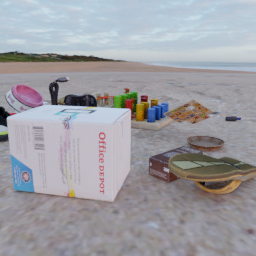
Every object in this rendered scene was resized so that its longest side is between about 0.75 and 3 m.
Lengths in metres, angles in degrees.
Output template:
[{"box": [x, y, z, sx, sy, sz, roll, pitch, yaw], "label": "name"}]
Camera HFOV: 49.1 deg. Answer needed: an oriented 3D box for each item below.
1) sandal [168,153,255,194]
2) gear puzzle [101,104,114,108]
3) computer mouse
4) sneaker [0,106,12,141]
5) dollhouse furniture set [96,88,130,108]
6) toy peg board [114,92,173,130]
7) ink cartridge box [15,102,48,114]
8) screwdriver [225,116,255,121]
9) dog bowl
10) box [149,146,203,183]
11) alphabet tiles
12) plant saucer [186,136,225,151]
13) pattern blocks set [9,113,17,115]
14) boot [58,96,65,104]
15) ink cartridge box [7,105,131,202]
[{"box": [1.842, 0.989, 5.770, 2.453, 0.662, 0.985, 7, 13, -38], "label": "sandal"}, {"box": [-1.372, -0.565, 12.018, 1.686, 0.221, 0.873, -7, 38, 36], "label": "gear puzzle"}, {"box": [-2.574, -1.436, 12.838, 0.591, 1.803, 2.567, 3, 13, 44], "label": "computer mouse"}, {"box": [-4.231, -0.294, 9.794, 0.865, 0.999, 2.413, -5, 15, -10], "label": "sneaker"}, {"box": [-0.770, -1.732, 15.649, 1.766, 0.920, 1.786, -7, 16, -27], "label": "dollhouse furniture set"}, {"box": [0.589, -0.823, 11.669, 2.304, 1.132, 2.314, 7, 16, 26], "label": "toy peg board"}, {"box": [-4.572, -0.943, 13.288, 1.299, 0.568, 0.944, 7, 17, 30], "label": "ink cartridge box"}, {"box": [4.901, -0.399, 11.816, 1.546, 0.216, 0.225, -1, -14, 7], "label": "screwdriver"}, {"box": [-3.643, -1.049, 10.057, 1.326, 0.489, 1.326, 33, 25, -17], "label": "dog bowl"}, {"box": [1.145, 0.821, 6.597, 1.265, 0.474, 0.634, -10, 17, -40], "label": "box"}, {"box": [2.120, -0.471, 9.524, 1.215, 0.055, 1.454, -27, -35, 38], "label": "alphabet tiles"}, {"box": [2.332, 0.474, 8.466, 1.120, 0.205, 1.120, -1, 14, 0], "label": "plant saucer"}, {"box": [-6.361, -0.292, 11.374, 2.941, 0.238, 2.585, 1, 14, 3], "label": "pattern blocks set"}, {"box": [-3.528, -1.555, 16.197, 0.933, 0.352, 1.066, -27, 27, -35], "label": "boot"}, {"box": [-1.106, 0.418, 5.934, 2.116, 1.552, 1.545, 4, 15, 12], "label": "ink cartridge box"}]
